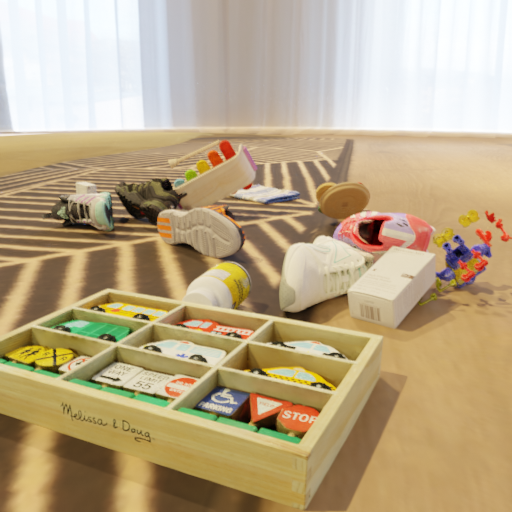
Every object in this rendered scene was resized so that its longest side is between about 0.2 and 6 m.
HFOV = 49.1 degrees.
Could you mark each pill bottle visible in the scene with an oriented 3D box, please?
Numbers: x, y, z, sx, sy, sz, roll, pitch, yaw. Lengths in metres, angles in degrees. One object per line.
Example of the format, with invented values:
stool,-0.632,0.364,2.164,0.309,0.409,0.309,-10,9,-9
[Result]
pill bottle,-0.491,0.475,6.794,0.585,0.585,1.045,6,17,19

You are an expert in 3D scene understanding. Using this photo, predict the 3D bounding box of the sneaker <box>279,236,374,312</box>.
sneaker,0.974,0.197,7.435,0.902,0.792,2.252,11,18,24

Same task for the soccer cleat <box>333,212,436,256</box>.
soccer cleat,1.705,-0.354,8.594,0.918,0.801,2.400,15,0,-21

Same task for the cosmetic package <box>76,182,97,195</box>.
cosmetic package,-4.460,-1.702,14.712,0.293,0.402,0.791,-13,21,-37

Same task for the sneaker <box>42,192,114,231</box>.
sneaker,-3.624,-0.865,11.348,1.387,0.771,1.982,-6,8,-13

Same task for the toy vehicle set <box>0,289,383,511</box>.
toy vehicle set,-0.715,1.029,5.139,3.300,0.437,2.050,7,18,24

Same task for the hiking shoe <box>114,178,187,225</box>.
hiking shoe,-2.287,-1.285,12.163,1.936,0.733,0.975,27,59,40

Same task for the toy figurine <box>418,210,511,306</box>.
toy figurine,2.806,0.244,7.712,1.610,0.965,0.849,-39,43,5

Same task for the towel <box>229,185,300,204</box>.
towel,0.147,-1.645,14.865,1.287,0.209,1.752,-14,21,-38

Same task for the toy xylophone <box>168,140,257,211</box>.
toy xylophone,-1.043,-1.816,12.493,2.105,1.541,0.529,-20,35,3

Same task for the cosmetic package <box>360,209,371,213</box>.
cosmetic package,2.161,-0.911,12.165,0.316,0.266,0.611,-7,16,-41

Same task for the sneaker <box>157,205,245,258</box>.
sneaker,-0.705,-0.569,9.973,1.222,0.846,2.181,-16,22,-40

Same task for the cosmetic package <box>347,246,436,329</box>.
cosmetic package,1.714,0.361,6.981,0.622,0.453,1.223,12,36,36

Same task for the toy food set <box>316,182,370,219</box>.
toy food set,1.802,-1.146,11.574,1.099,1.088,0.267,-14,51,8
